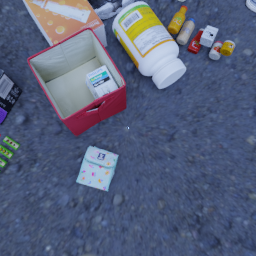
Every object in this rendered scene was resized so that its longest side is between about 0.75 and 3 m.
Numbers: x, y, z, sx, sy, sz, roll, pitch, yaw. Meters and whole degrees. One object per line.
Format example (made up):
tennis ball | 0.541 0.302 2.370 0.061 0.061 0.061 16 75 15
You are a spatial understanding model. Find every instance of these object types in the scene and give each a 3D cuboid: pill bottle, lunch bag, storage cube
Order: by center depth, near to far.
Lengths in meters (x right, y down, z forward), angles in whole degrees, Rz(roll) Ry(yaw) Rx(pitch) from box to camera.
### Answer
storage cube | -1.446 -1.340 8.879 2.110 2.219 2.469 -30 77 -7
lunch bag | -0.947 1.284 8.988 1.068 0.765 1.254 16 76 4
pill bottle | 0.765 -2.762 9.579 1.515 1.515 2.728 -31 78 -7

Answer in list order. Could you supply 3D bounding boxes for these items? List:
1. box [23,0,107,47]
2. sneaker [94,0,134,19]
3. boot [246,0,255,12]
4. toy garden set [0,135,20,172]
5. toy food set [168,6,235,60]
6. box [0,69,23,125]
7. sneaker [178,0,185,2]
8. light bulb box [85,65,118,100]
box | -2.278 -3.895 9.900 1.808 1.416 2.906 -33 79 -7
sneaker | -0.682 -4.791 10.547 1.704 0.643 0.970 -27 77 -12
boot | 5.578 -4.710 10.332 2.137 0.965 0.777 14 77 3
toy garden set | -4.451 0.792 9.367 1.070 0.256 1.283 32 78 7
toy food set | 2.667 -3.319 9.896 2.342 1.118 1.054 24 77 13
box | -5.295 -1.496 9.151 2.836 1.734 1.504 25 77 5
sneaker | 1.616 -5.543 10.739 1.685 0.632 0.712 28 79 -3
light bulb box | -0.815 -1.282 9.148 0.695 1.104 1.114 -30 91 -11
